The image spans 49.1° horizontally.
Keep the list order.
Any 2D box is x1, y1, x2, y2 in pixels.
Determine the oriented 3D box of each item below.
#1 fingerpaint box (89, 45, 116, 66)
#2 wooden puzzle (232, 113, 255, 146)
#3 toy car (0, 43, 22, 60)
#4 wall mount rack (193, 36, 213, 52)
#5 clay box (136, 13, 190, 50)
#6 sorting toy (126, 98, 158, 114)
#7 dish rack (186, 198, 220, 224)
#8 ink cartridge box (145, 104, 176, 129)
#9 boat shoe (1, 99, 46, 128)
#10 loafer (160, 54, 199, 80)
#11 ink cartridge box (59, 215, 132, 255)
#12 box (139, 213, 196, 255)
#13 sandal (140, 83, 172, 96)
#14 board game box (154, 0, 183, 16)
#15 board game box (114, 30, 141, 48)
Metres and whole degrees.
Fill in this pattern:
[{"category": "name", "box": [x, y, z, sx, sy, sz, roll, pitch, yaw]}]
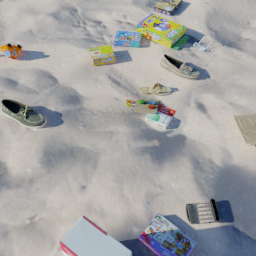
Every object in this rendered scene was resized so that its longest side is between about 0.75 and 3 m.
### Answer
[{"category": "fingerpaint box", "box": [-1.214, -3.437, 13.232, 1.077, 0.395, 0.899, -14, 52, -10]}, {"category": "wooden puzzle", "box": [4.813, 0.066, 10.519, 1.414, 0.353, 1.526, -6, 49, -5]}, {"category": "toy car", "box": [-6.081, -3.514, 13.376, 2.035, 0.998, 0.677, -7, 95, 15]}, {"category": "wall mount rack", "box": [3.710, -4.125, 13.818, 0.779, 0.334, 0.896, -37, 61, -25]}, {"category": "clay box", "box": [1.823, -4.941, 14.293, 2.460, 0.585, 1.413, 30, 58, 22]}, {"category": "sorting toy", "box": [0.545, -0.939, 11.260, 1.310, 0.175, 0.976, 6, 35, 5]}, {"category": "dish rack", "box": [2.265, 2.574, 8.586, 0.950, 0.259, 0.729, -3, 51, -2]}, {"category": "ink cartridge box", "box": [1.307, -0.546, 11.048, 0.889, 0.277, 1.105, 23, 57, 17]}, {"category": "boat shoe", "box": [-4.084, -0.580, 10.852, 1.978, 0.591, 0.707, 21, 55, 16]}, {"category": "loafer", "box": [2.312, -2.744, 12.554, 1.910, 0.600, 0.687, 26, 56, 19]}, {"category": "ink cartridge box", "box": [-0.762, 3.284, 6.901, 1.483, 2.042, 0.851, 29, 53, 21]}, {"category": "box", "box": [1.127, 3.245, 8.041, 1.366, 0.267, 0.935, 34, 59, 24]}, {"category": "sandal", "box": [1.196, -1.698, 11.824, 1.376, 0.453, 0.504, 0, 52, 0]}, {"category": "board game box", "box": [2.340, -7.121, 16.216, 1.076, 0.275, 1.588, 26, 56, 19]}, {"category": "board game box", "box": [-0.011, -4.494, 14.135, 1.263, 0.284, 0.961, 8, 52, 6]}]
